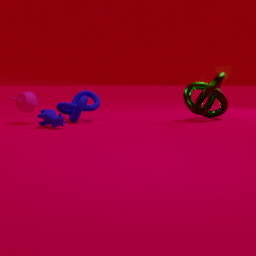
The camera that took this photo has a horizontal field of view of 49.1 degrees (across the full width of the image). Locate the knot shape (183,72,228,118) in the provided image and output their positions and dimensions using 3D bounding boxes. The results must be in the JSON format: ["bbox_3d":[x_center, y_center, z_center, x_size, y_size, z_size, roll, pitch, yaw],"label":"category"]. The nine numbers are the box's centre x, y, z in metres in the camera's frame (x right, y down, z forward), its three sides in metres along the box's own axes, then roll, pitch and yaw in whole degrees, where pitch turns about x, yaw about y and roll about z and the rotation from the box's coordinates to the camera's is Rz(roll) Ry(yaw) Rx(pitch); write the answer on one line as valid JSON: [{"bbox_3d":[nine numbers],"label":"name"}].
[{"bbox_3d":[3.080,-1.073,10.659,1.932,1.808,0.893,-36,37,-5],"label":"knot shape"}]

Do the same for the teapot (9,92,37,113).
[{"bbox_3d":[-3.590,-0.908,9.704,1.226,0.762,0.600,16,5,31],"label":"teapot"}]

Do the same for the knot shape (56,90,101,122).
[{"bbox_3d":[-1.919,-0.788,10.321,1.512,0.747,1.616,-11,23,27],"label":"knot shape"}]

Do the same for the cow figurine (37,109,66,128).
[{"bbox_3d":[-2.369,-0.325,8.836,0.897,0.500,0.912,-4,26,-1],"label":"cow figurine"}]
